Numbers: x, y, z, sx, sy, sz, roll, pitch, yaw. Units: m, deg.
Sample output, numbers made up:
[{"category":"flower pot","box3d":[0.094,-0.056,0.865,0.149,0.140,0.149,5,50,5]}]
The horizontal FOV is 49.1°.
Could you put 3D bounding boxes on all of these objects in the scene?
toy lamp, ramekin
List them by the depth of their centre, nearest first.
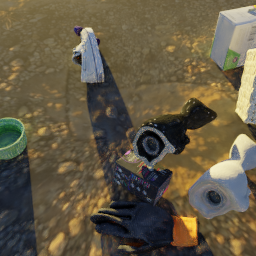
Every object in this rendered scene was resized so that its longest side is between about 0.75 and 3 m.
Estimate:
[{"category":"ramekin","box3d":[-3.502,0.330,8.041,1.185,0.579,1.185,0,49,0]},{"category":"toy lamp","box3d":[-1.770,-3.881,11.789,0.423,0.423,1.453,-33,58,-25]}]

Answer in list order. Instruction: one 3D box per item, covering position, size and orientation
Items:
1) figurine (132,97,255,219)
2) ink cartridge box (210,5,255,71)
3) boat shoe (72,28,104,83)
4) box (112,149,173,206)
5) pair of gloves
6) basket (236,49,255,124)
[{"category":"figurine","box3d":[2.081,0.482,7.221,2.919,1.257,2.848,41,45,17]},{"category":"ink cartridge box","box3d":[4.560,-3.418,10.401,2.562,1.861,1.121,-15,49,-11]},{"category":"boat shoe","box3d":[-1.618,-2.738,10.470,0.992,1.007,2.840,-9,56,-11]},{"category":"box","box3d":[0.357,1.226,7.090,1.283,0.680,0.784,28,38,23]},{"category":"pair of gloves","box3d":[0.284,2.931,5.966,2.595,0.360,2.913,5,49,4]},{"category":"basket","box3d":[4.214,-1.166,7.837,1.750,2.176,2.157,10,15,11]}]
